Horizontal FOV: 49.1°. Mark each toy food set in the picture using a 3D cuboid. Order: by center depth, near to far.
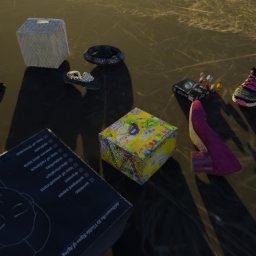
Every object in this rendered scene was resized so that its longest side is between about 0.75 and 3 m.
[{"bbox_3d":[3.133,-1.705,10.857,0.946,0.452,0.426,35,43,-7],"label":"toy food set"}]

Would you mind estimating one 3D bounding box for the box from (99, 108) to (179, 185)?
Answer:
[{"bbox_3d":[0.305,0.442,7.950,1.564,0.990,1.624,30,49,31],"label":"box"}]

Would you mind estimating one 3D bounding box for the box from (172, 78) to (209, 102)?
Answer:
[{"bbox_3d":[2.406,-1.461,10.781,0.894,0.243,1.115,-27,47,-29],"label":"box"}]

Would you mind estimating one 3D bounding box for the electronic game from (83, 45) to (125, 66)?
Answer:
[{"bbox_3d":[-1.095,-3.332,12.858,1.898,0.395,1.898,3,38,-2],"label":"electronic game"}]

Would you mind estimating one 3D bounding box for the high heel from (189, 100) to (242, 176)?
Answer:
[{"bbox_3d":[2.498,0.211,8.288,1.306,0.916,2.716,-1,54,12],"label":"high heel"}]

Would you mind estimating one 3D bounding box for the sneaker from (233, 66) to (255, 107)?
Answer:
[{"bbox_3d":[4.727,-1.701,10.382,0.941,1.116,2.551,31,49,32],"label":"sneaker"}]

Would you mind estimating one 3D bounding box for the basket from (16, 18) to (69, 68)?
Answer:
[{"bbox_3d":[-3.697,-3.731,12.319,1.725,1.740,1.400,6,42,8],"label":"basket"}]

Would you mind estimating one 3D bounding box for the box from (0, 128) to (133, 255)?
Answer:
[{"bbox_3d":[-1.769,1.821,5.506,2.568,1.619,2.612,37,52,22],"label":"box"}]

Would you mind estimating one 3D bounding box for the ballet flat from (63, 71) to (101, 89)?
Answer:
[{"bbox_3d":[-1.862,-1.952,11.117,1.648,0.602,0.602,15,43,17],"label":"ballet flat"}]

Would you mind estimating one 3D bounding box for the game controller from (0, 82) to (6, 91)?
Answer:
[{"bbox_3d":[-5.225,-1.555,10.990,0.824,0.174,0.430,-27,62,-27],"label":"game controller"}]
